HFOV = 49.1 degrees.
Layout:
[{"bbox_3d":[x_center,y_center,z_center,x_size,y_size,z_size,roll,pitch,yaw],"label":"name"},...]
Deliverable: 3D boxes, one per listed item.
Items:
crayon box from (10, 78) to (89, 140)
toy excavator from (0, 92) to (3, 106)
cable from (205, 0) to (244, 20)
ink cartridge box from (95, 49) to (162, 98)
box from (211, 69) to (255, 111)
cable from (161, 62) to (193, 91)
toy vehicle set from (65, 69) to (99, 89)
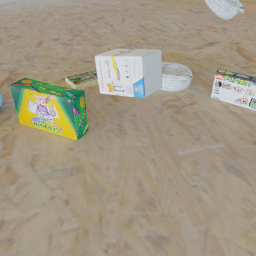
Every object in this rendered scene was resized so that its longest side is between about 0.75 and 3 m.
[{"bbox_3d":[-2.711,-0.699,9.752,2.633,1.564,0.767,14,36,22],"label":"crayon box"},{"bbox_3d":[-6.062,-1.307,11.350,2.092,1.075,2.152,-2,21,-6],"label":"toy excavator"},{"bbox_3d":[3.373,-4.600,10.094,1.456,0.504,1.456,-15,73,-37],"label":"cable"},{"bbox_3d":[0.038,-1.543,7.722,1.492,1.099,1.080,10,28,32],"label":"ink cartridge box"},{"bbox_3d":[4.563,-1.508,11.266,2.252,1.239,0.391,23,41,30],"label":"box"},{"bbox_3d":[1.941,-2.473,13.187,2.115,0.732,2.115,4,33,9],"label":"cable"},{"bbox_3d":[-1.919,-2.356,13.434,1.872,0.248,1.163,-21,39,-28],"label":"toy vehicle set"}]
